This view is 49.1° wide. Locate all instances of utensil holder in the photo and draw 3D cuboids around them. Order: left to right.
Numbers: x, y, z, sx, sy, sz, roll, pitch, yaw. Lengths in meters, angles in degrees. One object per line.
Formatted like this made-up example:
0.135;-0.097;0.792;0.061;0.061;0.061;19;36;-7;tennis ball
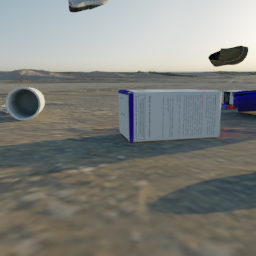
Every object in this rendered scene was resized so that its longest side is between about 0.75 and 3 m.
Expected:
-3.269;-0.821;9.098;1.032;1.032;1.214;-2;8;-8;utensil holder

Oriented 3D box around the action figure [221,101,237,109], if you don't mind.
3.713;-0.999;11.747;1.577;0.408;0.516;6;14;39;action figure

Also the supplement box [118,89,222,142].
0.916;-0.347;6.391;2.104;1.087;1.065;-4;10;-12;supplement box

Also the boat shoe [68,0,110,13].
-1.497;-4.786;10.681;1.715;0.589;0.486;-21;-19;-27;boat shoe

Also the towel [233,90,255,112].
4.935;-0.961;9.405;2.544;0.630;1.879;0;-3;26;towel

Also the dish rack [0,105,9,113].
-3.945;-0.735;10.523;1.143;0.290;1.332;3;11;21;dish rack

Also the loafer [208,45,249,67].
3.389;-2.463;9.627;0.541;0.584;1.552;15;-12;-30;loafer

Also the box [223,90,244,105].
5.583;-1.324;12.597;2.181;0.656;1.272;9;14;39;box
